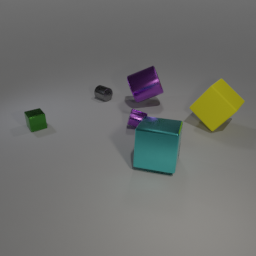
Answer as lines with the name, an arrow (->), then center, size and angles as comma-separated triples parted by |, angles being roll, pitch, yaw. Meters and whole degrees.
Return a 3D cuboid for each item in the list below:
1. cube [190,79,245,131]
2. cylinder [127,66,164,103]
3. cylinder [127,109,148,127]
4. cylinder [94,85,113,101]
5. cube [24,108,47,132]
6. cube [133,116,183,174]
cube -> 3.741, -0.984, 11.769 | 1.400, 1.400, 1.400 | 47, 39, 8
cylinder -> 0.837, -2.096, 13.500 | 1.400, 1.400, 1.400 | -21, 29, 9
cylinder -> 0.393, -0.384, 11.892 | 0.700, 0.700, 0.700 | 17, 30, -4
cylinder -> -1.271, -1.814, 14.545 | 0.700, 0.700, 0.700 | 24, 37, 36
cube -> -3.950, -0.344, 11.994 | 0.700, 0.700, 0.700 | -18, 34, -28
cube -> 1.045, 0.525, 9.564 | 1.400, 1.400, 1.400 | 8, 21, 13
